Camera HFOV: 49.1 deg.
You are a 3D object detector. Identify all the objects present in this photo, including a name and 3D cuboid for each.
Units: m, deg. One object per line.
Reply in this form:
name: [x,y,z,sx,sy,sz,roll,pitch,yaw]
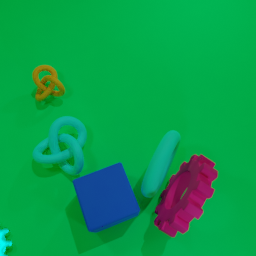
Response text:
gear: [-3.665,3.018,6.962,1.451,0.268,1.451,7,54,-10]
knot shape: [-2.542,-1.281,8.676,1.133,0.523,1.060,47,111,9]
gear: [1.359,1.597,6.821,0.378,2.041,2.041,33,71,-4]
ring: [0.863,0.927,7.226,0.372,1.860,1.860,24,70,15]
knot shape: [-1.760,0.624,7.860,1.648,0.762,1.543,-39,72,1]
cube: [-0.525,1.812,7.165,1.276,1.276,1.276,-20,70,-7]
